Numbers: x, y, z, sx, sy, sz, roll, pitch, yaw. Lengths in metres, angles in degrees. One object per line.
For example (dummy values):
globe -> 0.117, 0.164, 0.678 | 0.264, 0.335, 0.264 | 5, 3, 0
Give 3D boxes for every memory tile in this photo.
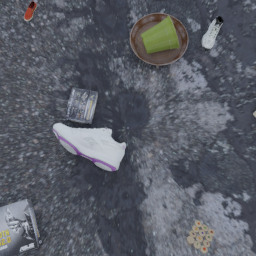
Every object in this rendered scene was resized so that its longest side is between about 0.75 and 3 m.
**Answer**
memory tile -> 2.307, 3.420, 8.864 | 0.726, 0.080, 0.947 | 32, 43, 15

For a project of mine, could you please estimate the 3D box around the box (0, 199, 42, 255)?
box -> -4.254, 3.617, 9.694 | 2.164, 0.523, 1.714 | -18, 77, -5

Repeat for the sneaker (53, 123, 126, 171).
sneaker -> -1.396, 0.458, 10.363 | 2.807, 1.051, 1.398 | 29, 67, 1

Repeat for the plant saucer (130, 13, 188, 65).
plant saucer -> 1.264, -3.603, 11.573 | 2.385, 0.411, 2.385 | 0, 76, -1

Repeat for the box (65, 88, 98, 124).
box -> -1.807, -0.866, 10.927 | 1.028, 0.314, 1.298 | 10, 76, 2

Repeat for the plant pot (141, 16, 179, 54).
plant pot -> 1.221, -3.572, 11.135 | 1.262, 1.329, 1.329 | -19, 76, 8

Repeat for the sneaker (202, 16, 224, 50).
sneaker -> 3.457, -3.958, 11.438 | 0.541, 0.824, 1.433 | 22, 77, 5

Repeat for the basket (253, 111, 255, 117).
basket -> 5.447, -0.549, 10.641 | 0.894, 0.719, 0.886 | -37, 79, -9

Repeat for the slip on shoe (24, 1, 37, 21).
slip on shoe -> -4.195, -5.006, 11.981 | 0.353, 0.291, 0.952 | 21, 78, 3
